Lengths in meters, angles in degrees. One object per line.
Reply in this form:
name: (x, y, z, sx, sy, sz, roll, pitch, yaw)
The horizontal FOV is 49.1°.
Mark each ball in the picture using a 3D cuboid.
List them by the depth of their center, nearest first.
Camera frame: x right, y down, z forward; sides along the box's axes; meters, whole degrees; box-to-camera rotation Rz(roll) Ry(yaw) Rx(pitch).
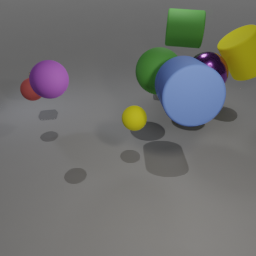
ball: (-1.444, -0.889, 5.145, 0.700, 0.700, 0.700, 0, 29, 0)
ball: (0.174, -0.272, 7.755, 0.700, 0.700, 0.700, 0, 29, 0)
ball: (0.927, -1.714, 8.458, 1.400, 1.400, 1.400, 0, 29, 0)
ball: (-2.913, -1.181, 8.535, 0.700, 0.700, 0.700, 0, 29, 0)
ball: (2.662, -1.857, 9.474, 1.400, 1.400, 1.400, 0, 29, 0)

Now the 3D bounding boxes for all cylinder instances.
cylinder: (1.413, -0.923, 6.688, 1.400, 1.400, 1.400, -1, 22, -2)
cylinder: (4.088, -2.631, 9.861, 1.400, 1.400, 1.400, -30, 27, 17)
cylinder: (2.228, -3.909, 11.019, 1.400, 1.400, 1.400, 7, 30, 7)
